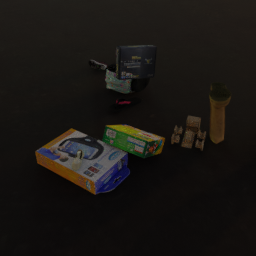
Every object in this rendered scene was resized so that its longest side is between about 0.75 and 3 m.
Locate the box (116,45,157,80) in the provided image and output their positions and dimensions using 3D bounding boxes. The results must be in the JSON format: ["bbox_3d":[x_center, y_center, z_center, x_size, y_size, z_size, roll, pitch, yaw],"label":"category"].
[{"bbox_3d":[0.321,-2.612,11.125,1.610,1.270,0.411,-8,26,-23],"label":"box"}]

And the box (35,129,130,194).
[{"bbox_3d":[-1.432,1.070,9.497,2.997,0.622,1.784,19,37,29],"label":"box"}]

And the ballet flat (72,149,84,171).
[{"bbox_3d":[-1.590,0.978,8.862,0.298,0.298,0.858,3,34,4],"label":"ballet flat"}]

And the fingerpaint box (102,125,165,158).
[{"bbox_3d":[0.215,0.433,9.953,1.738,0.637,1.450,19,11,26],"label":"fingerpaint box"}]

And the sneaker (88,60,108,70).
[{"bbox_3d":[-1.792,-3.940,17.342,1.221,0.462,0.705,24,34,16],"label":"sneaker"}]

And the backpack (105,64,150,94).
[{"bbox_3d":[-0.162,-2.540,14.294,2.160,1.367,1.803,18,24,24],"label":"backpack"}]

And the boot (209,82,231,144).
[{"bbox_3d":[3.290,-0.386,10.131,0.704,2.130,1.865,3,27,18],"label":"boot"}]

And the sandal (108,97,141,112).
[{"bbox_3d":[-0.169,-1.206,13.114,1.883,0.424,0.707,-25,41,-33],"label":"sandal"}]

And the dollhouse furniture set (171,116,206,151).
[{"bbox_3d":[2.396,0.286,10.806,1.160,0.821,1.262,12,56,18],"label":"dollhouse furniture set"}]
